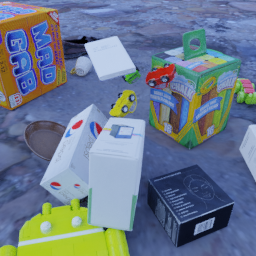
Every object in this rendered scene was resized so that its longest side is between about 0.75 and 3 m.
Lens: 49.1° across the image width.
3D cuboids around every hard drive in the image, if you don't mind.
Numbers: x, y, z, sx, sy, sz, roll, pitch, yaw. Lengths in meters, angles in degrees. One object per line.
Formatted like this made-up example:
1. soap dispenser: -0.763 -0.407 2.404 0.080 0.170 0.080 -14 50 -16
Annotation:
1. hard drive: -0.465 -1.753 6.963 0.896 0.172 1.358 -17 54 -11

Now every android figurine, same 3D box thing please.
1. android figurine: -1.144 2.319 4.996 2.337 0.527 2.567 -5 35 -10

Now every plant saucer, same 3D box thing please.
1. plant saucer: -2.078 0.406 7.635 1.547 0.283 1.547 24 32 -16

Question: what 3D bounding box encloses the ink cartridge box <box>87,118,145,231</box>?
1. ink cartridge box: -0.169 0.815 5.909 0.926 1.537 2.116 6 20 6

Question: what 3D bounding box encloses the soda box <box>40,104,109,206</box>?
1. soda box: -1.166 0.541 7.043 0.923 0.863 2.711 -32 26 24

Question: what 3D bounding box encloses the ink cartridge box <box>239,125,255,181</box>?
1. ink cartridge box: 3.842 0.959 6.402 1.623 0.942 2.249 -3 43 -4

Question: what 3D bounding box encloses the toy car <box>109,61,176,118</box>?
1. toy car: 0.256 -1.251 7.644 2.040 0.455 1.920 -37 39 10

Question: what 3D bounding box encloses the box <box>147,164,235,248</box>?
1. box: 1.250 1.563 5.875 1.289 0.799 1.267 -13 36 -19

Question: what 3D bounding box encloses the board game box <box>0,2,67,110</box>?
1. board game box: -4.510 -2.878 10.589 2.900 2.897 2.898 20 39 27

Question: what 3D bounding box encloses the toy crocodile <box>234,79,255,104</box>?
1. toy crocodile: 4.438 -1.430 10.484 0.697 0.638 2.066 5 34 7

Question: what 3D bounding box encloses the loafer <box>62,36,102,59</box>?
1. loafer: -2.301 -4.404 14.669 1.026 0.899 2.855 27 42 34

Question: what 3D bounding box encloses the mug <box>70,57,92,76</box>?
1. mug: -2.056 -2.601 12.373 0.708 0.884 0.726 29 41 -15

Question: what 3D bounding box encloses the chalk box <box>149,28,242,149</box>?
1. chalk box: 1.885 -1.274 8.148 1.850 2.964 1.837 -24 41 -31
